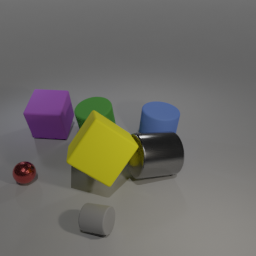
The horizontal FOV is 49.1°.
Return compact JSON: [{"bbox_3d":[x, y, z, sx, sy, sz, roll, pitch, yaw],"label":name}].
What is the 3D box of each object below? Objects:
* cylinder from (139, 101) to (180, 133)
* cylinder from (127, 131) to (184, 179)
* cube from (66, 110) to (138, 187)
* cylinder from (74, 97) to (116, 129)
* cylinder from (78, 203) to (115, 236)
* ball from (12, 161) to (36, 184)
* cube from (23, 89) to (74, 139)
[{"bbox_3d":[1.138,-0.075,10.521,1.400,1.400,1.400,5,32,-3],"label":"cylinder"},{"bbox_3d":[0.813,0.830,8.817,1.400,1.400,1.400,-2,28,-23],"label":"cylinder"},{"bbox_3d":[-0.766,0.535,7.971,1.400,1.400,1.400,33,6,-15],"label":"cube"},{"bbox_3d":[-1.196,-0.237,10.666,1.400,1.400,1.400,-5,41,5],"label":"cylinder"},{"bbox_3d":[-0.772,2.278,7.037,0.700,0.700,0.700,2,28,22],"label":"cylinder"},{"bbox_3d":[-3.225,1.387,8.723,0.700,0.700,0.700,0,29,0],"label":"ball"},{"bbox_3d":[-3.055,-0.541,11.062,1.400,1.400,1.400,3,48,4],"label":"cube"}]
